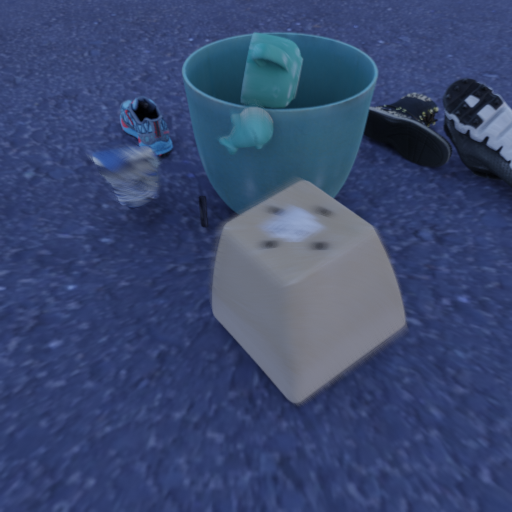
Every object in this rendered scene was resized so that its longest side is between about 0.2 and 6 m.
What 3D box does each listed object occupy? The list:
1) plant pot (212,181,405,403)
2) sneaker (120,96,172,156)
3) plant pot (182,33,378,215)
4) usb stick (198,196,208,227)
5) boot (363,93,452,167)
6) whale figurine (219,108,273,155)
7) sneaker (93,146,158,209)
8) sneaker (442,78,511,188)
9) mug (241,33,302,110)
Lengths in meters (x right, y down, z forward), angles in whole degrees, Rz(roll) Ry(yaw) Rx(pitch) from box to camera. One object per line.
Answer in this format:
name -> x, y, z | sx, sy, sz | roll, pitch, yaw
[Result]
plant pot -> 0.640, 0.283, 7.806 | 2.137, 1.894, 2.139 | -31, 50, -19
sneaker -> -2.548, -3.256, 12.974 | 0.914, 1.101, 2.305 | -21, 45, -22
plant pot -> 0.396, -2.256, 10.565 | 3.385, 2.717, 3.385 | 0, 40, 0
usb stick -> -0.976, -0.824, 10.370 | 0.163, 0.588, 0.096 | 6, 16, 37
boot -> 3.786, -3.009, 12.878 | 1.850, 0.884, 2.450 | -28, 48, -32
whale figurine -> -0.147, -1.822, 8.436 | 0.867, 0.690, 0.450 | -31, 34, 21
sneaker -> -2.176, -1.380, 10.078 | 0.938, 1.037, 2.435 | -8, 5, 5
sneaker -> 5.180, -2.026, 11.444 | 1.190, 1.620, 3.580 | -42, 75, -4
mug -> 0.249, -2.722, 8.447 | 0.800, 1.063, 1.293 | 11, 32, -1
